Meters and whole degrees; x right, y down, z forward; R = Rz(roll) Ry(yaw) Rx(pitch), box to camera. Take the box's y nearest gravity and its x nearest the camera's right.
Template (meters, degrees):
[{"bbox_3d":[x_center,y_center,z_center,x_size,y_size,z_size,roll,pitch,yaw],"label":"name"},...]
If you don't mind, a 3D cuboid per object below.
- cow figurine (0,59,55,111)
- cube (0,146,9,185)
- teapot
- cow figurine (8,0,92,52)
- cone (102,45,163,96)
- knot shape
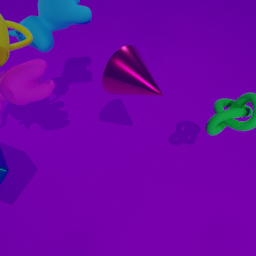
[{"bbox_3d":[-2.101,-0.735,5.075,1.455,0.812,1.479,-20,21,-5],"label":"cow figurine"},{"bbox_3d":[-2.832,0.764,4.797,1.015,1.015,1.015,-59,38,4],"label":"cube"},{"bbox_3d":[-2.489,-1.223,4.297,2.081,1.294,1.019,-28,87,-29],"label":"teapot"},{"bbox_3d":[-1.497,-2.282,5.345,1.574,1.600,0.878,-4,16,-6],"label":"cow figurine"},{"bbox_3d":[0.226,-0.777,4.765,0.948,0.945,0.945,36,62,26],"label":"cone"},{"bbox_3d":[1.954,-0.263,5.030,1.064,0.995,0.491,-40,106,-30],"label":"knot shape"}]
